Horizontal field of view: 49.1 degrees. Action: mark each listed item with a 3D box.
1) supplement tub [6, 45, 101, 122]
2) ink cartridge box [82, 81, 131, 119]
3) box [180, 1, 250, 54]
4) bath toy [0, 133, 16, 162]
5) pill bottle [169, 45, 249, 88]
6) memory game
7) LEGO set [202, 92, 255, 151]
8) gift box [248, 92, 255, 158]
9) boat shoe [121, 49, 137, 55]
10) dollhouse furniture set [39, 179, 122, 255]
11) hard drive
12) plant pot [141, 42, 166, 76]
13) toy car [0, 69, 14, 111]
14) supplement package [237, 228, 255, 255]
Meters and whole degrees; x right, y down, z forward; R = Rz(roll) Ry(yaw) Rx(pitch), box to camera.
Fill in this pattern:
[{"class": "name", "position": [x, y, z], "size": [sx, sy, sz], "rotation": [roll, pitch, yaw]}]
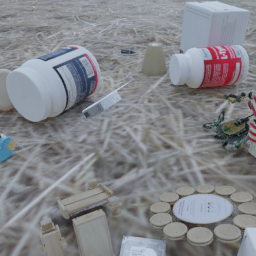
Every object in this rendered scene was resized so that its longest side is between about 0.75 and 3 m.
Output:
[{"class": "supplement tub", "position": [-2.497, -1.609, 9.824], "size": [1.999, 1.999, 2.848], "rotation": [19, 37, 27]}, {"class": "ink cartridge box", "position": [-0.451, -0.623, 6.407], "size": [0.968, 0.243, 1.115], "rotation": [-35, 9, -27]}, {"class": "box", "position": [3.958, -4.374, 13.417], "size": [1.839, 2.814, 2.799], "rotation": [-8, 33, -13]}, {"class": "bath toy", "position": [-4.108, 0.353, 7.988], "size": [1.822, 0.673, 0.792], "rotation": [13, 34, 21]}, {"class": "pill bottle", "position": [3.290, -2.524, 11.636], "size": [2.918, 1.638, 1.638], "rotation": [-7, 33, -11]}, {"class": "memory game", "position": [1.522, 1.675, 5.688], "size": [2.249, 0.143, 2.249], "rotation": [-9, 12, 2]}, {"class": "LEGO set", "position": [3.289, -0.119, 8.533], "size": [1.609, 0.702, 2.478], "rotation": [14, 51, 44]}, {"class": "gift box", "position": [4.525, -0.031, 7.005], "size": [2.310, 2.474, 2.283], "rotation": [-14, 30, -19]}, {"class": "boat shoe", "position": [0.050, -4.227, 15.550], "size": [0.889, 0.303, 0.328], "rotation": [3, 32, 4]}, {"class": "dollhouse furniture set", "position": [-1.046, 1.962, 5.798], "size": [1.653, 0.946, 1.938], "rotation": [-14, 11, -23]}, {"class": "hard drive", "position": [0.231, 2.526, 4.966], "size": [0.853, 0.231, 1.220], "rotation": [5, 32, 7]}, {"class": "plant pot", "position": [1.227, -3.272, 13.114], "size": [1.222, 1.304, 1.222], "rotation": [-1, 32, 0]}, {"class": "toy car", "position": [-4.602, -1.346, 10.433], "size": [1.533, 1.471, 1.663], "rotation": [1, 0, -23]}, {"class": "supplement package", "position": [2.773, 2.335, 4.496], "size": [1.668, 0.999, 1.012], "rotation": [2, 29, 1]}]
